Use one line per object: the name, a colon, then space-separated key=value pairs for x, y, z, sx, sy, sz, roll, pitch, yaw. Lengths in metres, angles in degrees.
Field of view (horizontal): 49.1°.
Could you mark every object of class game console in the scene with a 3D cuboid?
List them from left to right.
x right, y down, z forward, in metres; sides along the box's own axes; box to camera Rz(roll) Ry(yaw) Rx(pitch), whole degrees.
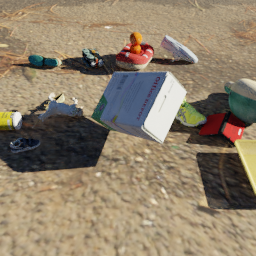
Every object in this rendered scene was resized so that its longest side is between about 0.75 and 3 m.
game console: x=3.559 y=0.071 z=10.546 sx=1.246 sy=0.858 sz=1.446 roll=40 pitch=47 yaw=-1

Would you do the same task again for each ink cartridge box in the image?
ink cartridge box: x=0.291 y=-0.792 z=9.468 sx=2.735 sy=1.197 sz=1.987 roll=11 pitch=71 yaw=50

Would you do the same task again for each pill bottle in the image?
pill bottle: x=-4.699 y=-0.259 z=10.525 sx=1.210 sy=0.674 sz=0.674 roll=-1 pitch=39 yaw=0

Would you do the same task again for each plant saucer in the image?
plant saucer: x=4.653 y=1.333 z=8.634 sx=2.335 sy=0.566 sz=2.335 roll=1 pitch=39 yaw=1

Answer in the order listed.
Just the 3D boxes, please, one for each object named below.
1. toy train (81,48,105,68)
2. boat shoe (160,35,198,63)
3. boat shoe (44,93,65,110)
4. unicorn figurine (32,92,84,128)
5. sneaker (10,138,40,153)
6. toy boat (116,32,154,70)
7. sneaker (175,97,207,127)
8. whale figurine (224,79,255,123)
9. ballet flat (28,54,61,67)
toy train: x=-1.890 y=-3.743 z=14.902 sx=0.960 sy=0.718 sz=1.685 roll=-8 pitch=38 yaw=-25
boat shoe: x=2.658 y=-3.979 z=15.103 sx=2.195 sy=0.936 sz=0.811 roll=32 pitch=35 yaw=-7
boat shoe: x=-3.151 y=-1.132 z=11.880 sx=0.393 sy=0.336 sz=1.071 roll=23 pitch=44 yaw=26
unicorn figurine: x=-2.702 y=-0.762 z=10.941 sx=2.022 sy=0.747 sz=1.389 roll=-3 pitch=39 yaw=-13
sneaker: x=-3.579 y=0.545 z=9.759 sx=0.991 sy=0.393 sz=0.389 roll=-17 pitch=40 yaw=-23
toy boat: x=0.371 y=-4.114 z=14.517 sx=1.673 sy=1.676 sz=2.563 roll=13 pitch=41 yaw=16
sneaker: x=2.144 y=-0.740 z=11.023 sx=2.098 sy=0.802 sz=0.791 roll=32 pitch=47 yaw=33
whale figurine: x=4.915 y=-1.109 z=11.249 sx=2.337 sy=1.524 sz=2.938 roll=19 pitch=18 yaw=7
ballet flat: x=-4.344 y=-3.500 z=14.758 sx=1.826 sy=0.644 sz=0.596 roll=14 pitch=15 yaw=12
